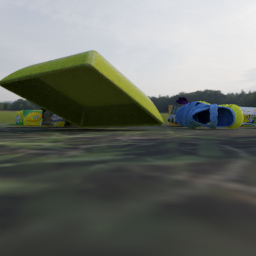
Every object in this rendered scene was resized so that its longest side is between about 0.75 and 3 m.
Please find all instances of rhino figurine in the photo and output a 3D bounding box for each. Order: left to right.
[{"bbox_3d":[-1.852,-0.592,9.096,0.776,1.135,2.597,2,-1,28],"label":"rhino figurine"}]

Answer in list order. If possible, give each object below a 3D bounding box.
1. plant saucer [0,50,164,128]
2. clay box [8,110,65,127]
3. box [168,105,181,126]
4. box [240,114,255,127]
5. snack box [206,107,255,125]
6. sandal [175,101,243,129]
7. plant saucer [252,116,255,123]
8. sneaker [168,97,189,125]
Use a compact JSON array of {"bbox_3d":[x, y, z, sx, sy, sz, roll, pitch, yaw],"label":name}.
[{"bbox_3d":[-0.871,-0.751,5.956,2.596,0.622,2.592,-1,-21,35],"label":"plant saucer"},{"bbox_3d":[-2.984,-0.329,9.951,2.346,0.558,1.348,1,-1,-33],"label":"clay box"},{"bbox_3d":[2.484,-0.518,11.833,1.413,0.879,0.689,1,1,30],"label":"box"},{"bbox_3d":[4.163,-0.287,10.588,1.472,0.473,0.516,1,2,11],"label":"box"},{"bbox_3d":[4.612,-0.570,13.705,2.260,0.907,2.680,0,2,-35],"label":"snack box"},{"bbox_3d":[1.877,-0.321,7.150,0.829,0.757,1.905,-6,3,-36],"label":"sandal"},{"bbox_3d":[4.588,-0.156,7.683,2.195,0.341,2.195,0,1,0],"label":"plant saucer"},{"bbox_3d":[2.076,-0.609,10.250,0.826,0.972,2.220,18,7,16],"label":"sneaker"}]
